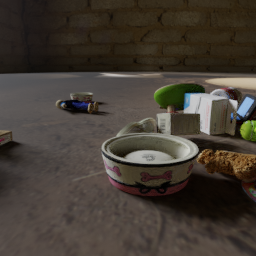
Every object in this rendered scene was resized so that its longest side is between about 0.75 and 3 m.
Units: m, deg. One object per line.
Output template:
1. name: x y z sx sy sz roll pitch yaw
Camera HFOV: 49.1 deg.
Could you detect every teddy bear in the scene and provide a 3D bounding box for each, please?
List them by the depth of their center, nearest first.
1. teddy bear: 2.540 0.902 6.867 1.392 0.641 1.919 4 1 -39

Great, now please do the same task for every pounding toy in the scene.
1. pounding toy: 2.440 -0.913 13.032 2.307 1.387 2.989 -5 -14 11

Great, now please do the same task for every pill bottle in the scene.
1. pill bottle: 5.284 -1.551 14.971 1.202 1.202 2.127 12 18 39

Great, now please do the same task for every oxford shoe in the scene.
1. oxford shoe: 0.441 0.219 9.213 0.759 0.989 2.630 47 19 10

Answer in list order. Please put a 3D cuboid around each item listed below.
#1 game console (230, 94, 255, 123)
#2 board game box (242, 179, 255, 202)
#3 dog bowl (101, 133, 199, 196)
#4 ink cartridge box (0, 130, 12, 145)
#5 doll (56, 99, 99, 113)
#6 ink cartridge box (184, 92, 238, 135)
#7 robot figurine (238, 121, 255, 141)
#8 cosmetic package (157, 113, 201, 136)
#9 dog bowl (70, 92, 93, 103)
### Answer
1. game console: 4.808 -0.907 12.694 1.180 1.713 1.988 27 16 -1
2. board game box: 3.882 1.159 5.856 2.734 0.532 2.160 0 14 2
3. dog bowl: 0.492 0.805 6.628 2.264 0.835 2.264 1 15 0
4. ink cartridge box: -4.478 0.346 9.336 0.770 0.351 0.934 6 15 17
5. doll: -2.858 -1.223 14.904 2.451 0.594 1.672 8 16 28
6. ink cartridge box: 3.109 -0.577 10.903 0.777 1.350 2.331 -5 16 -20
7. robot figurine: 4.451 0.103 9.595 1.203 0.696 1.056 3 -7 13
8. cosmetic package: 1.729 -0.121 9.494 1.498 0.774 0.653 0 -1 -36
9. dog bowl: -2.911 -1.899 17.642 1.445 0.533 1.445 0 14 0
